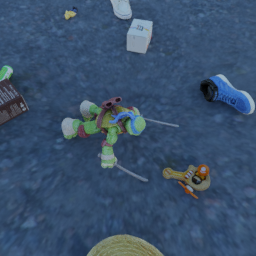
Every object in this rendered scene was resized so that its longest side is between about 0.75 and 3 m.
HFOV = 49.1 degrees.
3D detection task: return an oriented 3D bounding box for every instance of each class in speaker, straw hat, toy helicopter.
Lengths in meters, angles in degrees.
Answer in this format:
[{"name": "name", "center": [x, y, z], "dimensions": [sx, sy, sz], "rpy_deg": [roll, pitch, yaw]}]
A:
[{"name": "speaker", "center": [-4.496, -1.826, 10.087], "dimensions": [0.406, 0.406, 0.918], "rpy_deg": [8, 54, 6]}, {"name": "straw hat", "center": [0.211, 3.613, 5.534], "dimensions": [2.947, 1.247, 2.947], "rpy_deg": [-15, 65, 35]}, {"name": "toy helicopter", "center": [1.598, 1.423, 7.786], "dimensions": [1.321, 0.521, 0.873], "rpy_deg": [9, 63, 19]}]

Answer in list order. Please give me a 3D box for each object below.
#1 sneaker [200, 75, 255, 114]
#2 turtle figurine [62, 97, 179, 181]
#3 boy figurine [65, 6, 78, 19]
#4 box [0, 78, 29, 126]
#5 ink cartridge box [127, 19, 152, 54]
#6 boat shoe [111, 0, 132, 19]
[{"name": "sneaker", "center": [3.162, -1.027, 9.272], "dimensions": [1.072, 0.740, 1.928], "rpy_deg": [-18, 52, -20]}, {"name": "turtle figurine", "center": [-0.420, 0.217, 8.238], "dimensions": [2.668, 2.752, 1.980], "rpy_deg": [13, 82, 37]}, {"name": "boy figurine", "center": [-2.602, -5.165, 12.581], "dimensions": [0.497, 0.257, 0.799], "rpy_deg": [25, 56, 13]}, {"name": "box", "center": [-4.497, -0.585, 8.949], "dimensions": [2.196, 0.823, 1.100], "rpy_deg": [-35, 62, -21]}, {"name": "ink cartridge box", "center": [0.461, -3.648, 11.143], "dimensions": [0.793, 0.797, 1.097], "rpy_deg": [13, 55, 9]}, {"name": "boat shoe", "center": [-0.328, -5.804, 12.647], "dimensions": [0.759, 0.876, 2.054], "rpy_deg": [-11, 55, -8]}]
